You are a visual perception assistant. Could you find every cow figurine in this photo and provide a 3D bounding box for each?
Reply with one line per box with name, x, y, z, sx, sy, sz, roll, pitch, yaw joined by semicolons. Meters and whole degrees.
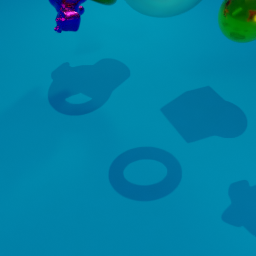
cow figurine;-1.788;-3.338;7.777;1.465;0.804;1.442;40;54;7

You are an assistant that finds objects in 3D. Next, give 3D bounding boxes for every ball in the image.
ball;2.759;-2.648;6.571;1.255;1.255;1.255;0;49;0

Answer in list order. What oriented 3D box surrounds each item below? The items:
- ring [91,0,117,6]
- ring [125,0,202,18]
ring;-1.208;-3.787;7.263;2.031;0.406;2.031;22;28;-13
ring;0.669;-2.623;4.935;1.701;1.701;0.340;0;68;0
